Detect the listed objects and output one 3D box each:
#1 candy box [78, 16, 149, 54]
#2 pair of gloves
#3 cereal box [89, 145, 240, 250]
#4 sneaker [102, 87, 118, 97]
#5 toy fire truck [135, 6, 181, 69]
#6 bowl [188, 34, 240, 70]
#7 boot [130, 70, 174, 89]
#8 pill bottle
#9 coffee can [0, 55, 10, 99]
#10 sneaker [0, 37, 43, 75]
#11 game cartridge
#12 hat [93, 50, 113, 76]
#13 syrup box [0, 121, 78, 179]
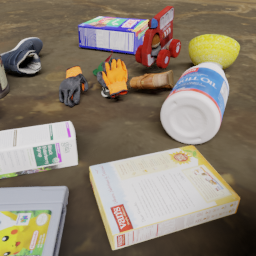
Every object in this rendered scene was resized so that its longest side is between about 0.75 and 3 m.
[{"bbox_3d":[-0.591,-4.705,13.957,2.975,1.146,2.515,12,34,16],"label":"candy box"},{"bbox_3d":[-1.176,-1.622,9.439,2.410,0.298,2.147,-13,46,5],"label":"pair of gloves"},{"bbox_3d":[0.621,1.225,5.608,2.498,0.494,1.797,-10,35,-15],"label":"cereal box"},{"bbox_3d":[-0.627,-1.601,9.762,0.595,0.646,1.615,-1,35,-4],"label":"sneaker"},{"bbox_3d":[1.074,-3.237,10.111,1.158,1.735,2.066,21,49,28],"label":"toy fire truck"},{"bbox_3d":[3.220,-2.654,10.765,1.913,1.029,1.913,11,-10,2],"label":"bowl"},{"bbox_3d":[0.874,-1.573,9.621,1.284,0.634,1.653,-3,14,22],"label":"boot"},{"bbox_3d":[1.983,-0.858,7.851,1.510,1.510,2.691,13,36,18],"label":"pill bottle"},{"bbox_3d":[-5.197,-2.395,8.904,2.103,2.874,2.103,0,34,0],"label":"coffee can"},{"bbox_3d":[-3.913,-2.944,11.331,1.807,0.951,2.501,8,42,31],"label":"sneaker"},{"bbox_3d":[-1.999,1.965,4.547,1.729,0.525,2.593,-5,34,0],"label":"game cartridge"},{"bbox_3d":[-0.756,-2.678,10.842,1.383,1.217,1.145,25,40,32],"label":"hat"},{"bbox_3d":[-2.196,0.491,6.452,1.985,0.782,0.808,-8,34,-13],"label":"syrup box"}]
